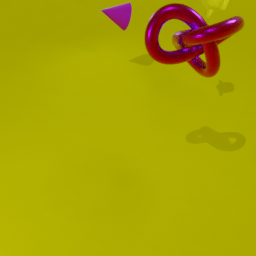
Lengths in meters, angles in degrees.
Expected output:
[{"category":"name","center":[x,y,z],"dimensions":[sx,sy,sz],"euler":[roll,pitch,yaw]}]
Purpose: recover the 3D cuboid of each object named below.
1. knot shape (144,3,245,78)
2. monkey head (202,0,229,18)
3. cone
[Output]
[{"category":"knot shape","center":[1.086,-1.605,5.116],"dimensions":[1.584,1.692,0.782],"euler":[14,73,-6]},{"category":"monkey head","center":[2.215,-3.353,7.369],"dimensions":[0.664,0.793,1.102],"euler":[-1,85,-13]},{"category":"cone","center":[-0.499,-4.075,9.986],"dimensions":[0.976,0.973,0.973],"euler":[6,39,-22]}]
